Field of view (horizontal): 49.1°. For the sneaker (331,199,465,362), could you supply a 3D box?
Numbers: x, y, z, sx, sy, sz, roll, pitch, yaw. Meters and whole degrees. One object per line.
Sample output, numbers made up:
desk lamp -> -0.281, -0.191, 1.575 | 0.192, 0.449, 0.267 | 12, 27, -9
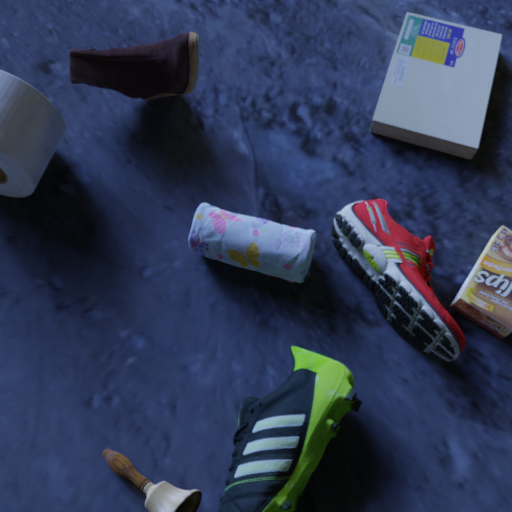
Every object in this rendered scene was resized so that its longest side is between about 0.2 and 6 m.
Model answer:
sneaker -> 2.256, 0.206, 8.199 | 1.171, 1.062, 2.758 | -26, 68, -17

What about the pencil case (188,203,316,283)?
pencil case -> -0.049, -0.223, 8.494 | 1.928, 0.802, 0.875 | 14, 40, 6

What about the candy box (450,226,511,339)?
candy box -> 3.692, 0.378, 8.407 | 0.873, 0.418, 1.512 | 33, 67, 13

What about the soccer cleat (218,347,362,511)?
soccer cleat -> 0.126, 2.602, 7.177 | 1.272, 1.059, 3.138 | 25, 65, 30

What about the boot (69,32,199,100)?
boot -> -1.992, -3.032, 8.973 | 1.902, 2.286, 0.827 | 1, 89, -21

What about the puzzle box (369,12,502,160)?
puzzle box -> 3.282, -3.141, 10.111 | 1.844, 0.352, 2.772 | 18, 66, 9

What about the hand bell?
hand bell -> -1.467, 2.947, 7.235 | 1.409, 0.734, 0.734 | 27, 67, 26

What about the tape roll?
tape roll -> -4.064, -1.887, 8.744 | 1.769, 1.769, 1.215 | 15, 65, 7
